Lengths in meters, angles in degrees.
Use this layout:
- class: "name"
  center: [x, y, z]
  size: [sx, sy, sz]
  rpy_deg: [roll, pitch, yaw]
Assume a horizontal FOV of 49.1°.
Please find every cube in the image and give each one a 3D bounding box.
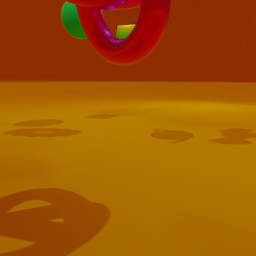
- class: "cube"
  center: [0.063, -3.065, 9.655]
  size: [0.737, 0.737, 0.737]
  rpy_deg: [5, 2, 22]

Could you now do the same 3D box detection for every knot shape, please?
- class: "knot shape"
  center: [-0.270, -1.758, 2.930]
  size: [1.785, 1.907, 0.881]
  rpy_deg: [23, 15, 0]

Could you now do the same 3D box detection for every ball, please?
- class: "ball"
  center: [-1.391, -3.345, 8.482]
  size: [1.243, 1.243, 1.243]
  rpy_deg: [0, 10, 0]
